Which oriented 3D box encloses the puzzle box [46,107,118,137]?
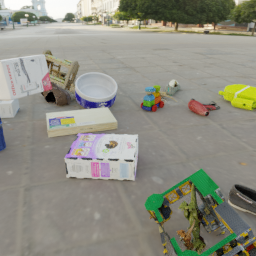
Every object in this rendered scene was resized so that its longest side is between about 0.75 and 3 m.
[{"bbox_3d":[-1.944,-0.290,11.453,2.704,0.344,1.799,-7,25,-15],"label":"puzzle box"}]

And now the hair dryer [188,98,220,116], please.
[{"bbox_3d":[3.517,-1.023,12.900,1.484,0.529,1.949,8,26,15],"label":"hair dryer"}]

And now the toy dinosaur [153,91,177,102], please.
[{"bbox_3d":[1.671,-1.748,14.540,0.932,0.536,1.843,-16,29,-35],"label":"toy dinosaur"}]

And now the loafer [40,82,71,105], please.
[{"bbox_3d":[-3.842,-1.728,14.031,0.856,0.881,2.412,-20,30,-40],"label":"loafer"}]

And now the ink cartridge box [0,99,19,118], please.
[{"bbox_3d":[-5.878,-0.955,12.493,1.695,0.717,1.225,-2,24,-7],"label":"ink cartridge box"}]

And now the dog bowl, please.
[{"bbox_3d":[-1.530,-1.768,13.390,1.978,0.779,1.978,6,46,-7],"label":"dog bowl"}]

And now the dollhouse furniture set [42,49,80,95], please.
[{"bbox_3d":[-2.993,-2.874,15.323,2.903,1.614,2.568,23,9,7],"label":"dollhouse furniture set"}]

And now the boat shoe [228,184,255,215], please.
[{"bbox_3d":[3.252,1.804,6.514,1.787,0.509,0.597,14,28,29],"label":"boat shoe"}]

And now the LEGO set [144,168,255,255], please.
[{"bbox_3d":[1.510,2.076,5.491,1.835,1.383,2.387,-37,29,-7],"label":"LEGO set"}]

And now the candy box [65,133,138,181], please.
[{"bbox_3d":[-0.708,0.818,8.496,1.984,0.710,1.664,2,24,5],"label":"candy box"}]

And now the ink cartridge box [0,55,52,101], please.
[{"bbox_3d":[-3.657,-1.761,9.690,0.741,1.312,1.790,5,21,34],"label":"ink cartridge box"}]

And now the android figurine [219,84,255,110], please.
[{"bbox_3d":[6.115,-1.577,14.040,3.000,0.616,2.731,19,31,35],"label":"android figurine"}]

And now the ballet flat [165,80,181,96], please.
[{"bbox_3d":[2.574,-2.402,15.853,0.692,0.654,2.054,9,25,18],"label":"ballet flat"}]

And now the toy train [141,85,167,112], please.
[{"bbox_3d":[1.384,-1.556,13.392,0.799,1.092,1.888,18,30,33],"label":"toy train"}]

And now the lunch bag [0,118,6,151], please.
[{"bbox_3d":[-5.048,0.198,9.042,1.433,1.396,2.109,10,27,21],"label":"lunch bag"}]
